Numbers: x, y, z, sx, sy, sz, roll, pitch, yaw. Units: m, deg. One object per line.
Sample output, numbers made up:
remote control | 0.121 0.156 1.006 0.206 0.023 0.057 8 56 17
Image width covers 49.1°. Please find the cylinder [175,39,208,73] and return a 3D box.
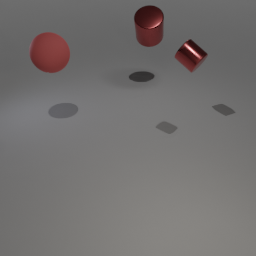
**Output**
cylinder | 1.857 -2.117 8.243 0.700 0.700 0.700 45 45 9

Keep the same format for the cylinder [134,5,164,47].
cylinder | 1.042 -4.959 13.717 1.400 1.400 1.400 -2 70 6

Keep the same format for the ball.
ball | -2.777 -2.669 9.968 1.400 1.400 1.400 0 31 0
